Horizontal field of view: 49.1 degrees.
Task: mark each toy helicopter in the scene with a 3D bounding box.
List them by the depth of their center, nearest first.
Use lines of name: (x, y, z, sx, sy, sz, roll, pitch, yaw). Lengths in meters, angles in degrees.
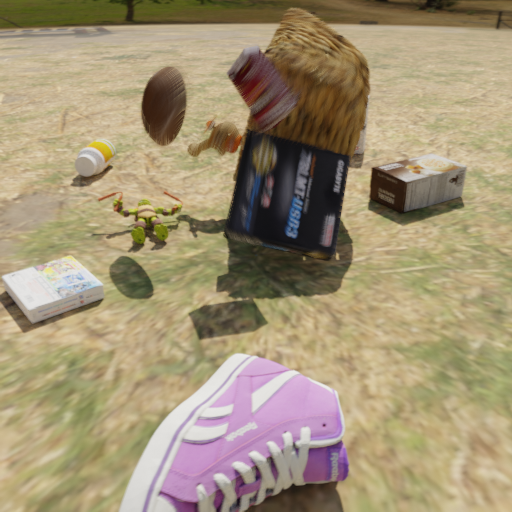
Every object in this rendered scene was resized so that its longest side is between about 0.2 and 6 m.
toy helicopter: (-0.858, -2.229, 10.703, 1.119, 0.740, 0.441, -18, 25, 24)

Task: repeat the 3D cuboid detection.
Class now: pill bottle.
pill bottle: (-3.699, -2.223, 12.805, 0.632, 0.632, 1.139, 4, 28, 7)

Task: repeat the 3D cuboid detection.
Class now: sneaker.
sneaker: (-0.015, 1.797, 4.839, 1.494, 0.950, 2.621, 15, 31, 20)

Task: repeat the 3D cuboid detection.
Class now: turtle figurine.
turtle figurine: (-2.033, -0.688, 10.020, 1.544, 0.497, 1.245, 3, 34, -18)

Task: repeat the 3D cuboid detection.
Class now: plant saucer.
plant saucer: (-1.573, -2.468, 9.206, 0.222, 1.287, 1.287, 0, 22, -38)

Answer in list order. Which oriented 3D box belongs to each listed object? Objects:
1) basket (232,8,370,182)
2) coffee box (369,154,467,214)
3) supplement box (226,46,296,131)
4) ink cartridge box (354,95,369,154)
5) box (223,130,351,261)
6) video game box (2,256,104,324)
basket: (0.991, -2.710, 10.556, 2.079, 2.914, 2.171, 18, 46, 1)
coffee box: (3.266, -1.495, 11.350, 1.728, 0.689, 0.988, -16, 31, -27)
supplement box: (0.066, -2.489, 8.359, 0.330, 1.083, 0.589, -30, -5, -38)
ink cartridge box: (2.284, -3.344, 14.157, 1.007, 1.380, 0.582, 8, 27, 14)
box: (0.505, -0.946, 8.858, 1.738, 1.752, 0.435, 13, -15, -3)
video game box: (-2.938, 0.449, 8.095, 1.064, 0.273, 1.168, -22, 35, -32)
